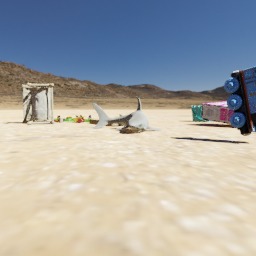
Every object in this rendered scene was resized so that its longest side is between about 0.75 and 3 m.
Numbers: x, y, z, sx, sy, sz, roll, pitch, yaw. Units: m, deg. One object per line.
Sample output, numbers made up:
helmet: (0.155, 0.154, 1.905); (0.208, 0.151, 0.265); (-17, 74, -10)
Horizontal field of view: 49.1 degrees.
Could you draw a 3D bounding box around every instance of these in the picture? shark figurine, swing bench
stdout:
shark figurine: (0.025, -0.410, 8.028); (1.425, 0.995, 2.385); (-2, 6, -33)
swing bench: (-3.455, -0.915, 10.702); (0.985, 1.511, 1.519); (-2, 6, -27)

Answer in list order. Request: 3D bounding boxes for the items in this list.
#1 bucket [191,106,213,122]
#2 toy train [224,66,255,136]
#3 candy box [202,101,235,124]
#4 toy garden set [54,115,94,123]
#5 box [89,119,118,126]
bucket: (3.298, -0.630, 12.266); (1.067, 0.694, 1.067); (-1, 5, 0)
toy train: (2.270, -0.506, 5.231); (0.728, 1.275, 0.553); (-14, -13, 40)
candy box: (3.739, -0.494, 9.461); (1.391, 0.622, 2.040); (-8, 13, -35)
toy garden set: (-2.388, -0.418, 11.825); (1.663, 0.332, 1.386); (1, 5, 8)
box: (-0.394, -0.229, 10.362); (1.473, 0.192, 1.803); (-2, 5, -32)
